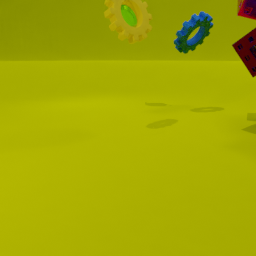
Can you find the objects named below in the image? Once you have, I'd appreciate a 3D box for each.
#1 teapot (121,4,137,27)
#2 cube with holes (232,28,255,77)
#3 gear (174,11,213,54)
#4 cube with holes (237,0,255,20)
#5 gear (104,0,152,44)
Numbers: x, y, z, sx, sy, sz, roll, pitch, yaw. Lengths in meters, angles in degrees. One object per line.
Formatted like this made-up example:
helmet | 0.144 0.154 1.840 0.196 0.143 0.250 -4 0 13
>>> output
teapot | -0.023 -4.133 9.986 1.568 0.975 0.768 -3 54 45
cube with holes | 3.257 -1.931 6.535 0.931 0.931 0.931 -31 -2 -34
gear | 2.181 -3.137 9.314 1.430 1.430 0.265 -14 58 -42
cube with holes | 3.658 -3.595 7.183 1.213 1.213 1.213 16 52 4
gear | 0.031 -2.775 6.930 1.313 1.313 0.243 -12 0 -38
